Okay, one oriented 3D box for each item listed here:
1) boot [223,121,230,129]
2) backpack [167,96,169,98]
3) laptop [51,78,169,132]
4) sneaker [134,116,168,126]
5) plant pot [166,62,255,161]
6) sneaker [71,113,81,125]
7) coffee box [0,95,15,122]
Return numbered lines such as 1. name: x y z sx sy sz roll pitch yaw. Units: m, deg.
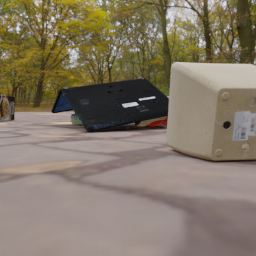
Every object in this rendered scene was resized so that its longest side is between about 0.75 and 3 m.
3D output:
1. boot: 2.144 -0.294 5.135 2.481 0.908 1.868 -6 4 9
2. backpack: 2.049 -0.764 9.235 1.815 1.366 1.611 -4 0 36
3. laptop: -0.473 -0.436 7.409 2.459 1.433 2.775 -13 41 -27
4. sneaker: 0.802 -0.541 8.442 1.271 1.152 2.993 5 14 -2
5. plant pot: 0.997 -0.137 2.826 0.970 0.969 0.859 -1 16 -9
6. sneaker: -1.277 -0.367 8.811 0.765 0.477 1.296 -5 13 3
7. coffee box: -5.066 -0.773 10.841 0.723 1.024 1.811 1 4 -2
